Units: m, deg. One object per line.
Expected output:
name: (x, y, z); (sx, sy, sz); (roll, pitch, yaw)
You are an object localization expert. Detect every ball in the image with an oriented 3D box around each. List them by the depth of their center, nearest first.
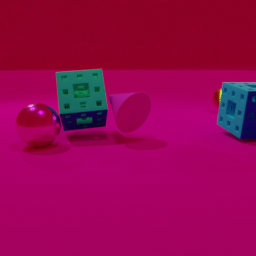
ball: (-2.165, -0.070, 6.784); (1.057, 1.057, 1.057); (0, 13, 0)

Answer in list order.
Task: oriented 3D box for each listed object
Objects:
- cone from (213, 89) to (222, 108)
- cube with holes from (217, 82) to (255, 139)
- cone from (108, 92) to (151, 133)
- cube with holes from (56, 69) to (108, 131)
cone: (3.842, -1.022, 11.434); (0.957, 0.957, 0.961); (7, 27, 27)
cube with holes: (3.364, -0.520, 7.619); (1.241, 1.241, 1.241); (-2, 19, -11)
cone: (-0.192, -0.646, 7.473); (1.147, 1.147, 1.152); (-11, 36, -40)
cube with holes: (-1.265, -0.746, 7.754); (1.211, 1.211, 1.211); (-6, -20, -9)
